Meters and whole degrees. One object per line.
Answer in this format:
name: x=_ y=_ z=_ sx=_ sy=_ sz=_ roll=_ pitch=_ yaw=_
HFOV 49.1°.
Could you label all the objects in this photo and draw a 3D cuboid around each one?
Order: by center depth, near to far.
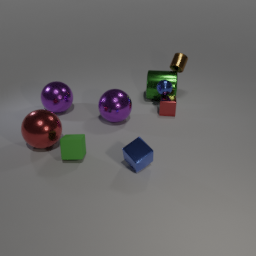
cube: x=0.319 y=0.845 z=8.820 sx=0.700 sy=0.700 sz=0.700 roll=-35 pitch=61 yaw=-18
cube: x=-1.823 y=0.622 z=9.370 sx=0.700 sy=0.700 sz=0.700 roll=-1 pitch=12 yaw=2
ball: x=-3.041 y=0.033 z=9.907 sx=1.400 sy=1.400 sz=1.400 roll=0 pitch=30 yaw=0
ball: x=-0.530 y=-0.916 z=11.547 sx=1.400 sy=1.400 sz=1.400 roll=0 pitch=30 yaw=0
ball: x=-3.116 y=-1.351 z=12.320 sx=1.400 sy=1.400 sz=1.400 roll=0 pitch=30 yaw=0
ball: x=1.610 y=-1.789 z=12.342 sx=0.700 sy=0.700 sz=0.700 roll=0 pitch=30 yaw=0
cube: x=1.753 y=-0.981 z=12.354 sx=0.700 sy=0.700 sz=0.700 roll=3 pitch=30 yaw=6
cylinder: x=2.426 y=-3.109 z=13.371 sx=0.700 sy=0.700 sz=0.700 roll=22 pitch=-10 yaw=4
cylinder: x=1.627 y=-2.061 z=13.515 sx=1.400 sy=1.400 sz=1.400 roll=4 pitch=30 yaw=6
